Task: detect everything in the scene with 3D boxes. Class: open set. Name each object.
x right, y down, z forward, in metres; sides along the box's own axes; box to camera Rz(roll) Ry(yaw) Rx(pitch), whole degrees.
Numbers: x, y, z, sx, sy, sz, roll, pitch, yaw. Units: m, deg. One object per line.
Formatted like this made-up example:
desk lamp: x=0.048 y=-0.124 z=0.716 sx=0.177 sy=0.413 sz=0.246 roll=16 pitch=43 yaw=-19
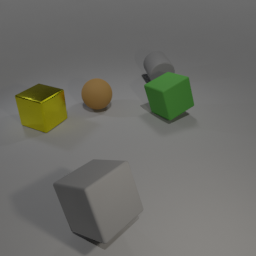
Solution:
cylinder: x=1.683 y=-3.286 z=15.343 sx=1.400 sy=1.400 sz=1.400 roll=-7 pitch=42 yaw=-10
cube: x=1.770 y=-1.405 z=12.050 sx=1.400 sy=1.400 sz=1.400 roll=-31 pitch=32 yaw=-19
cube: x=-3.561 y=-0.859 z=11.661 sx=1.400 sy=1.400 sz=1.400 roll=15 pitch=35 yaw=23
cube: x=-0.718 y=1.708 z=6.927 sx=1.400 sy=1.400 sz=1.400 roll=-4 pitch=18 yaw=46
ball: x=-1.408 y=-1.544 z=12.708 sx=1.400 sy=1.400 sz=1.400 roll=0 pitch=32 yaw=0
